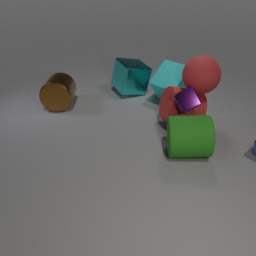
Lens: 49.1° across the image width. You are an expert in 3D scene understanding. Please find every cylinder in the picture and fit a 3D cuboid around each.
[{"bbox_3d":[2.049,0.281,9.367,1.400,1.400,1.400,-2,30,4],"label":"cylinder"},{"bbox_3d":[-3.159,-1.643,12.747,1.400,1.400,1.400,0,30,0],"label":"cylinder"},{"bbox_3d":[2.150,-0.868,11.074,1.400,1.400,1.400,7,27,-19],"label":"cylinder"}]

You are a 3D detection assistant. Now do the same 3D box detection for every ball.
[{"bbox_3d":[2.700,-1.945,10.314,1.400,1.400,1.400,0,30,0],"label":"ball"}]

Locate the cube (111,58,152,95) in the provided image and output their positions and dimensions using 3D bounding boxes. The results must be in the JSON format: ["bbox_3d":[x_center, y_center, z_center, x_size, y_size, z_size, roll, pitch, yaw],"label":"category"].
[{"bbox_3d":[0.143,-2.571,13.987,1.400,1.400,1.400,-4,34,-29],"label":"cube"}]

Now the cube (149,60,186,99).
[{"bbox_3d":[2.079,-2.029,12.854,1.400,1.400,1.400,28,79,37],"label":"cube"}]

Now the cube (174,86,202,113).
[{"bbox_3d":[2.084,-0.973,9.726,0.700,0.700,0.700,-29,-5,16],"label":"cube"}]

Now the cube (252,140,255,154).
[{"bbox_3d":[4.571,0.590,9.054,0.700,0.700,0.700,-40,54,-12],"label":"cube"}]
